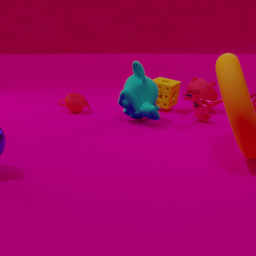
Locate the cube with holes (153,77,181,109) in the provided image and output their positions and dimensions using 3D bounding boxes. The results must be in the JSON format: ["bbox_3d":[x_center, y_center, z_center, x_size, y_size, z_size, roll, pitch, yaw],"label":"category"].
[{"bbox_3d":[1.202,-1.183,9.378,0.783,0.783,0.783,19,27,26],"label":"cube with holes"}]

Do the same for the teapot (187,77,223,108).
[{"bbox_3d":[2.582,-1.178,9.329,1.099,0.866,1.768,32,20,-40],"label":"teapot"}]

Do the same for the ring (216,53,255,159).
[{"bbox_3d":[2.155,-0.423,5.364,0.414,2.069,2.069,-17,8,25],"label":"ring"}]

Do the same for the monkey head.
[{"bbox_3d":[0.494,-0.839,7.859,1.405,1.953,1.177,23,65,38],"label":"monkey head"}]

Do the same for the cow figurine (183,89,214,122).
[{"bbox_3d":[1.978,-0.659,8.001,0.881,0.895,0.491,25,49,31],"label":"cow figurine"}]

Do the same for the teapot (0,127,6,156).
[{"bbox_3d":[-2.461,0.263,4.699,0.718,1.155,0.566,38,20,29],"label":"teapot"}]

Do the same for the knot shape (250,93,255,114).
[{"bbox_3d":[3.889,-0.738,8.719,1.354,0.669,1.447,4,13,-3],"label":"knot shape"}]

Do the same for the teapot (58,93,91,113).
[{"bbox_3d":[-1.700,-0.786,9.166,1.124,0.550,0.699,4,45,-23],"label":"teapot"}]
